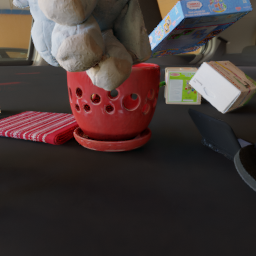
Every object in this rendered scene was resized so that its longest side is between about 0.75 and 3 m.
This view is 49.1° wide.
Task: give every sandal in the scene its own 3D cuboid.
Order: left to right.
[{"bbox_3d":[2.672,0.431,4.944,1.011,0.644,2.691,39,33,26],"label":"sandal"}]

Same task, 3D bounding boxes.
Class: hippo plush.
[{"bbox_3d":[-0.841,-1.598,3.764,1.756,2.184,1.740,6,23,35],"label":"hippo plush"}]

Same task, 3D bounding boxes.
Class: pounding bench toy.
[{"bbox_3d":[2.024,-1.977,12.748,2.355,1.463,1.837,1,15,4],"label":"pounding bench toy"}]

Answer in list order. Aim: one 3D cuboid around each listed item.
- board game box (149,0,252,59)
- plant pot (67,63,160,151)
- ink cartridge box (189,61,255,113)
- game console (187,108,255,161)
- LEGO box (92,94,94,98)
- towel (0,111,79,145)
[{"bbox_3d":[1.634,-2.600,7.521,1.931,0.467,2.553,-14,-4,-20],"label":"board game box"},{"bbox_3d":[-0.316,-0.572,6.691,2.150,1.958,2.150,-1,15,0],"label":"plant pot"},{"bbox_3d":[3.885,-1.711,11.097,2.504,1.051,1.813,-17,57,-48],"label":"ink cartridge box"},{"bbox_3d":[2.266,0.117,6.102,1.441,0.954,1.639,-5,16,-15],"label":"game console"},{"bbox_3d":[-1.771,-2.304,13.931,0.756,1.459,1.959,-13,20,-39],"label":"LEGO box"},{"bbox_3d":[-2.510,-0.052,7.945,2.802,0.315,2.026,5,18,24],"label":"towel"}]
